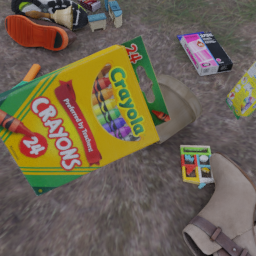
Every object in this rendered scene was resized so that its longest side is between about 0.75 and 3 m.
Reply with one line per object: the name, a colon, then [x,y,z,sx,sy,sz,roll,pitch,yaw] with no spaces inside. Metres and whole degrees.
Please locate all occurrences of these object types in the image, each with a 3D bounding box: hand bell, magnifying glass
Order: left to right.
magnifying glass: [-3.423,-1.323,9.134,0.853,0.240,2.144,11,53,9]
hand bell: [-2.896,-4.113,10.259,1.657,0.863,0.863,4,52,-6]

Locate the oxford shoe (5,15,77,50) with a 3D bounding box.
oxford shoe: [-3.315,-3.579,10.556,2.918,1.039,1.059,22,31,16]

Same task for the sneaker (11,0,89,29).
sneaker: [-2.975,-4.657,11.126,2.929,1.082,1.186,12,22,-5]

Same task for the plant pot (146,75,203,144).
plant pot: [0.969,-0.399,7.719,1.638,1.638,1.421,36,76,24]

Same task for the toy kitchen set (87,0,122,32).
toy kitchen set: [-1.075,-4.908,11.356,1.398,1.028,1.745,-14,54,-10]

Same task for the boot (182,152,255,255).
boot: [2.014,1.918,6.168,1.900,0.913,2.599,-20,60,-21]

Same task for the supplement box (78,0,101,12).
supplement box: [-1.684,-5.434,12.229,0.911,0.277,0.496,32,59,23]

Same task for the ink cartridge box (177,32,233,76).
ink cartridge box: [2.740,-2.895,10.230,1.154,0.452,2.436,-11,51,-8]

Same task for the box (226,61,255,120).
box: [2.682,-0.780,6.169,0.285,1.177,0.691,5,48,-27]

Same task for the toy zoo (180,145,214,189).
toy zoo: [1.836,1.011,7.410,0.821,0.128,1.251,2,52,1]

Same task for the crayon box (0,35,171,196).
crayon box: [-0.621,-0.223,4.442,2.590,1.644,0.658,-25,21,-4]
